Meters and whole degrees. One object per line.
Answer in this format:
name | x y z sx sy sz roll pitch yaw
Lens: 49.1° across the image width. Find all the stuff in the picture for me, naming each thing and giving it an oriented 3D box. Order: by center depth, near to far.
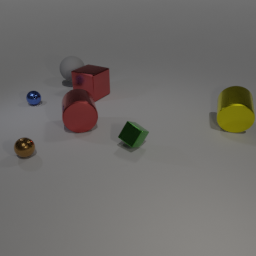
ball | -3.594 0.674 9.734 0.700 0.700 0.700 0 29 0
cube | 0.206 0.236 10.135 0.700 0.700 0.700 35 12 23
cylinder | 4.352 -0.767 11.373 1.400 1.400 1.400 8 41 13
cylinder | -2.006 -0.731 11.533 1.400 1.400 1.400 -6 30 -11
ball | -4.572 -1.465 13.592 0.700 0.700 0.700 0 29 0
cube | -1.888 -2.346 14.444 1.400 1.400 1.400 16 33 27
ball | -3.098 -3.303 15.611 1.400 1.400 1.400 0 29 0
